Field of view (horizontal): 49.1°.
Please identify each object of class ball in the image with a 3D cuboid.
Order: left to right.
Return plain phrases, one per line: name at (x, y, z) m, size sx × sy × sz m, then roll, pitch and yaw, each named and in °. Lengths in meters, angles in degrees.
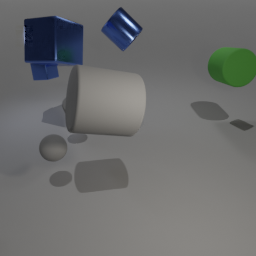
ball at (-1.906, 0.507, 7.152) m, size 0.700 × 0.700 × 0.700 m, roll 0°, pitch 29°, yaw 0°

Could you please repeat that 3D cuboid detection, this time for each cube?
cube at (-3.157, -2.216, 10.624) m, size 0.700 × 0.700 × 0.700 m, roll 2°, pitch 20°, yaw 24°
cube at (-2.481, -2.856, 9.453) m, size 1.400 × 1.400 × 1.400 m, roll 7°, pitch 10°, yaw 28°

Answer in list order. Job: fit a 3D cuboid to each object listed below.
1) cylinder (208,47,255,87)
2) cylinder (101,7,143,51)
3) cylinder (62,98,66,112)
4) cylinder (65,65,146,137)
cylinder at (4.016, -2.382, 10.847) m, size 1.400 × 1.400 × 1.400 m, roll -4°, pitch 18°, yaw -7°
cylinder at (-0.279, -4.513, 12.860) m, size 1.400 × 1.400 × 1.400 m, roll 41°, pitch 26°, yaw -13°
cylinder at (-1.781, -0.635, 9.348) m, size 0.700 × 0.700 × 0.700 m, roll -1°, pitch 58°, yaw 2°
cylinder at (-0.525, -0.550, 5.987) m, size 1.400 × 1.400 × 1.400 m, roll 4°, pitch 26°, yaw -21°
